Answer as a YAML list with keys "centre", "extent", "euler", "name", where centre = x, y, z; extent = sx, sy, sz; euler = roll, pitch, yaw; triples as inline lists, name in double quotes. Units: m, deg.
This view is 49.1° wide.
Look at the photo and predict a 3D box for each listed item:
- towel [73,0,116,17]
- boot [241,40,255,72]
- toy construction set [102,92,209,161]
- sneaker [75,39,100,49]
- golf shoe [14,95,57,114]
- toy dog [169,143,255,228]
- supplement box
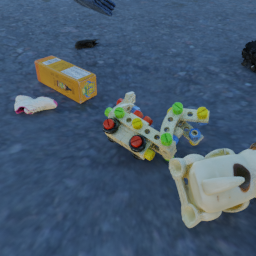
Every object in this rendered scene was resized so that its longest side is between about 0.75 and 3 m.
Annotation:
- centre: [-1.379, -4.486, 9.674]
  extent: [1.991, 0.483, 1.112]
  euler: [36, 14, 35]
  name: "towel"
- centre: [5.930, -2.594, 10.492]
  extent: [2.842, 1.052, 2.329]
  euler: [-12, 38, -11]
  name: "boot"
- centre: [0.453, -0.161, 7.055]
  extent: [2.773, 1.277, 1.818]
  euler: [26, 68, 40]
  name: "toy construction set"
- centre: [-1.816, -3.784, 12.560]
  extent: [0.580, 0.334, 1.111]
  euler: [19, 38, 30]
  name: "sneaker"
- centre: [-2.785, -0.635, 8.442]
  extent: [1.281, 0.482, 0.586]
  euler: [3, 57, 3]
  name: "golf shoe"
- centre: [1.957, 0.863, 5.207]
  extent: [1.925, 1.867, 1.343]
  euler: [-10, 65, -13]
  name: "toy dog"
- centre: [-2.121, -1.693, 9.460]
  extent: [2.395, 0.797, 0.824]
  euler: [30, 45, 33]
  name: "supplement box"
